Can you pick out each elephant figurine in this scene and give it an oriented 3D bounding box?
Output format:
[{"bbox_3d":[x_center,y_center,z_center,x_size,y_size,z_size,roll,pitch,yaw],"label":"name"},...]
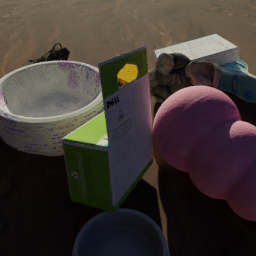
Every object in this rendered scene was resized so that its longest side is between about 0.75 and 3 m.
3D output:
[{"bbox_3d":[1.815,-0.993,7.710,2.452,1.902,1.735,31,7,19],"label":"elephant figurine"}]

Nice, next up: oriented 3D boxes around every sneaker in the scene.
[{"bbox_3d":[3.680,-1.608,8.820,2.139,0.851,1.396,30,49,32],"label":"sneaker"}]

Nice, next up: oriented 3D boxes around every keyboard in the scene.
[{"bbox_3d":[-2.539,-1.417,8.193,0.585,1.536,2.950,31,45,5],"label":"keyboard"}]

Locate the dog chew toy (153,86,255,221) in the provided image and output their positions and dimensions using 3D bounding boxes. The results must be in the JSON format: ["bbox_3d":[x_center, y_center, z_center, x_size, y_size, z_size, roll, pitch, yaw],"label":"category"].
[{"bbox_3d":[1.821,0.492,5.458,1.852,1.852,2.974,-21,51,-25],"label":"dog chew toy"}]

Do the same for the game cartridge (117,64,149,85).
[{"bbox_3d":[0.054,-1.857,9.673,1.166,0.215,1.323,-32,50,-34],"label":"game cartridge"}]

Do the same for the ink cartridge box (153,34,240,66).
[{"bbox_3d":[2.237,-2.542,9.802,2.486,0.538,2.441,-15,27,8],"label":"ink cartridge box"}]

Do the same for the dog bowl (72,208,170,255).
[{"bbox_3d":[-0.118,2.022,4.472,1.669,0.490,1.669,0,39,0],"label":"dog bowl"}]

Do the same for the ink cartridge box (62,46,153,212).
[{"bbox_3d":[-0.311,-0.099,5.173,0.958,2.529,1.869,7,25,25],"label":"ink cartridge box"}]

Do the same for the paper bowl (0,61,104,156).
[{"bbox_3d":[-1.752,-0.413,6.790,2.765,1.438,2.765,1,38,-1],"label":"paper bowl"}]
